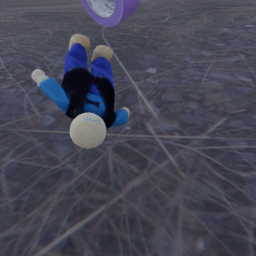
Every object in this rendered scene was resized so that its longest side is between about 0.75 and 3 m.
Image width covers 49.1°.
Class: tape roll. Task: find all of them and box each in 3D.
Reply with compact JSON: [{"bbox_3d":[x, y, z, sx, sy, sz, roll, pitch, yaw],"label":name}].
[{"bbox_3d":[-0.505,-3.429,6.993,1.604,1.604,0.682,26,55,34],"label":"tape roll"}]

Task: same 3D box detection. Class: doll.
[{"bbox_3d":[-0.709,-0.644,4.663,1.732,0.615,2.539,19,39,-25],"label":"doll"}]
